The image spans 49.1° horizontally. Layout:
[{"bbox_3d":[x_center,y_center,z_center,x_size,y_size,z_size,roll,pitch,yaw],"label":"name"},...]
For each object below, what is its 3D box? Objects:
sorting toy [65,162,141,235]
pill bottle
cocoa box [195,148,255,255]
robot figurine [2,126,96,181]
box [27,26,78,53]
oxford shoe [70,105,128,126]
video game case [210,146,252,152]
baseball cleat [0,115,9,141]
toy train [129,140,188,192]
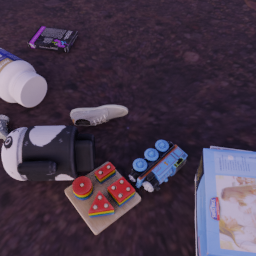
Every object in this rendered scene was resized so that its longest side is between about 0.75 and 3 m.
[{"bbox_3d":[-0.639,1.572,6.859,1.389,0.486,1.398,-32,58,-23],"label":"sorting toy"},{"bbox_3d":[-3.770,-1.614,8.918,2.328,1.393,1.393,29,56,22],"label":"pill bottle"},{"bbox_3d":[2.272,1.805,5.934,1.556,1.531,2.333,4,50,8],"label":"cocoa box"},{"bbox_3d":[-1.966,0.610,7.050,2.255,1.694,1.407,-1,70,-1],"label":"robot figurine"},{"bbox_3d":[-2.985,-3.561,11.248,1.668,0.301,1.193,10,52,10],"label":"box"},{"bbox_3d":[-0.854,-0.336,8.372,1.739,0.654,0.502,-6,61,-1],"label":"oxford shoe"},{"bbox_3d":[2.828,1.016,7.552,1.191,0.137,1.085,7,50,6],"label":"video game case"},{"bbox_3d":[-3.687,-0.047,8.256,1.182,0.412,0.629,34,58,24],"label":"baseball cleat"},{"bbox_3d":[0.774,0.981,7.255,1.583,0.686,0.904,-37,66,-27],"label":"toy train"}]
